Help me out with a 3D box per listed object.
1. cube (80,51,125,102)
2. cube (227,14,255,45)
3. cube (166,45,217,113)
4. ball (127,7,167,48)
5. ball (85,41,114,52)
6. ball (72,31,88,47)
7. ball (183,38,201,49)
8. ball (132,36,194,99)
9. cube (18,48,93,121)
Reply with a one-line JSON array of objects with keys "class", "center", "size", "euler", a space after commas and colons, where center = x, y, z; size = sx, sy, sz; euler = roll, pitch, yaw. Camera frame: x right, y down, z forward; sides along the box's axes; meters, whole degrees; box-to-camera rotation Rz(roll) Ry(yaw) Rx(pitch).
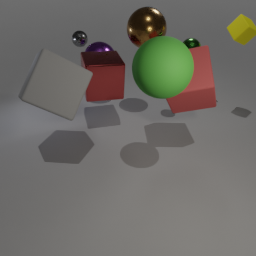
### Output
[{"class": "cube", "center": [-0.954, -1.942, 10.365], "size": [1.400, 1.400, 1.400], "euler": [-6, 35, -13]}, {"class": "cube", "center": [4.286, -3.660, 10.459], "size": [0.700, 0.700, 0.700], "euler": [7, 55, -36]}, {"class": "cube", "center": [1.877, -1.430, 8.593], "size": [1.400, 1.400, 1.400], "euler": [-8, 68, 17]}, {"class": "ball", "center": [0.653, -3.481, 9.798], "size": [1.400, 1.400, 1.400], "euler": [0, 31, 0]}, {"class": "ball", "center": [-1.212, -2.993, 12.059], "size": [1.400, 1.400, 1.400], "euler": [0, 31, 0]}, {"class": "ball", "center": [-2.131, -3.940, 12.383], "size": [0.700, 0.700, 0.700], "euler": [0, 31, 0]}, {"class": "ball", "center": [2.141, -2.706, 9.562], "size": [0.700, 0.700, 0.700], "euler": [0, 31, 0]}, {"class": "ball", "center": [0.789, -1.373, 6.415], "size": [1.400, 1.400, 1.400], "euler": [0, 31, 0]}, {"class": "cube", "center": [-2.021, -1.163, 7.673], "size": [1.400, 1.400, 1.400], "euler": [24, -1, -25]}]
